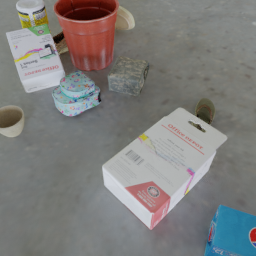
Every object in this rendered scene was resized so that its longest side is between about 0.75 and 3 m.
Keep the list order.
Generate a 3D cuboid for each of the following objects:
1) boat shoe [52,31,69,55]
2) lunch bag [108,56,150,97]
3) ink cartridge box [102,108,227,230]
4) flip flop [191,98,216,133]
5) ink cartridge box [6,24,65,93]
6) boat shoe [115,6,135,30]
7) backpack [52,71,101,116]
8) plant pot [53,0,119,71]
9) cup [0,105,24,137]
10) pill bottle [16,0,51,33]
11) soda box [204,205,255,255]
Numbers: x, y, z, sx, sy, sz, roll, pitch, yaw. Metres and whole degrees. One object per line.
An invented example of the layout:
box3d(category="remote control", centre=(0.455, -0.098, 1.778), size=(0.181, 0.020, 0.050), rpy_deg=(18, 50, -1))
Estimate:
box3d(category="boat shoe", centre=(-3.101, -3.155, 10.971), size=(0.824, 0.746, 2.313), rpy_deg=(29, 54, 23))
box3d(category="lunch bag", centre=(0.057, -1.907, 9.813), size=(1.166, 0.836, 1.422), rpy_deg=(13, 54, 12))
box3d(category="ink cartridge box", centre=(0.998, 0.869, 7.228), size=(2.942, 0.993, 1.713), rpy_deg=(-36, 58, -26))
box3d(category="flip flop", centre=(2.334, -0.386, 8.694), size=(0.662, 0.470, 1.633), rpy_deg=(19, 51, 16))
box3d(category="ink cartridge box", centre=(-3.185, -2.443, 9.799), size=(1.465, 0.850, 2.023), rpy_deg=(-19, 74, -14))
box3d(category="boat shoe", centre=(-1.010, -4.776, 12.278), size=(2.923, 1.054, 0.949), rpy_deg=(27, 59, 29))
box3d(category="backpack", centre=(-1.694, -1.084, 9.002), size=(1.396, 1.051, 1.239), rpy_deg=(-35, 56, -20))
box3d(category="plant pot", centre=(-1.409, -3.451, 10.287), size=(2.233, 2.172, 2.233), rpy_deg=(0, 49, 0))
box3d(category="cup", centre=(-3.491, -0.117, 8.324), size=(0.933, 0.668, 0.933), rpy_deg=(0, 49, 0))
box3d(category="pill bottle", centre=(-3.647, -4.060, 11.064), size=(1.037, 1.814, 1.037), rpy_deg=(1, 49, -1))
box3d(category="soda box", centre=(3.120, 2.613, 5.735), size=(2.820, 0.905, 0.956), rpy_deg=(16, 50, 13))
